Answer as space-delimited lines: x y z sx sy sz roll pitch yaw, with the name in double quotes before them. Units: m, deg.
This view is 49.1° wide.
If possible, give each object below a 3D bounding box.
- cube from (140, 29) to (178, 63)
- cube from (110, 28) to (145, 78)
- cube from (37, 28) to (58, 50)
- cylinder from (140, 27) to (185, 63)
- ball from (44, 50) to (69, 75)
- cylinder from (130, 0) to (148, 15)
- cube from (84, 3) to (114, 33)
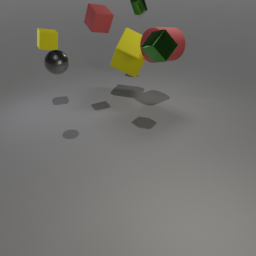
"cube" 0.970 -2.549 8.758 0.700 0.700 0.700 -55 30 -10
"cube" 0.152 -3.545 13.284 1.400 1.400 1.400 24 63 -5
"cube" -3.214 -3.531 11.176 0.700 0.700 0.700 -3 29 -24
"cylinder" 1.472 -3.522 11.858 1.400 1.400 1.400 26 31 38
"ball" -2.069 -1.906 8.121 0.700 0.700 0.700 0 29 0
"cylinder" 0.544 -6.109 13.927 0.700 0.700 0.700 -15 40 13
"cube" -1.020 -3.802 9.729 0.700 0.700 0.700 -9 51 -33
